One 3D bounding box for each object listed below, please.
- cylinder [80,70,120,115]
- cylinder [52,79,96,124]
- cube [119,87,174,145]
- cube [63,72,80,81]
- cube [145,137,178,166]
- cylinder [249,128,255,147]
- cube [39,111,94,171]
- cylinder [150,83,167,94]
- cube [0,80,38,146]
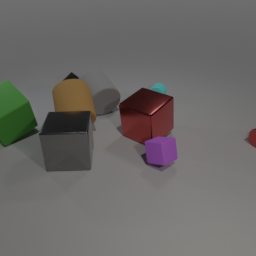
[{"bbox_3d":[-1.232,-1.509,11.827,1.400,1.400,1.400,-15,48,-24],"label":"cylinder"},{"bbox_3d":[-1.973,-0.826,10.232,1.400,1.400,1.400,-9,63,-15],"label":"cylinder"},{"bbox_3d":[0.691,-0.407,10.055,1.400,1.400,1.400,23,46,34],"label":"cube"},{"bbox_3d":[-2.625,-2.129,13.556,0.700,0.700,0.700,-46,54,-7],"label":"cube"},{"bbox_3d":[1.031,0.695,8.682,0.700,0.700,0.700,2,14,45],"label":"cube"},{"bbox_3d":[4.718,0.282,9.752,0.700,0.700,0.700,-16,34,-25],"label":"cylinder"},{"bbox_3d":[-1.869,0.387,8.882,1.400,1.400,1.400,-2,31,-2],"label":"cube"},{"bbox_3d":[1.357,-1.628,12.810,0.700,0.700,0.700,10,28,16],"label":"cylinder"},{"bbox_3d":[-4.263,-0.521,9.782,1.400,1.400,1.400,-38,63,-26],"label":"cube"}]
